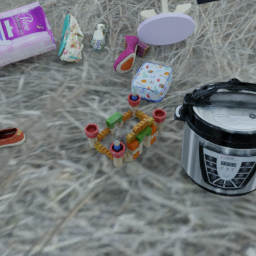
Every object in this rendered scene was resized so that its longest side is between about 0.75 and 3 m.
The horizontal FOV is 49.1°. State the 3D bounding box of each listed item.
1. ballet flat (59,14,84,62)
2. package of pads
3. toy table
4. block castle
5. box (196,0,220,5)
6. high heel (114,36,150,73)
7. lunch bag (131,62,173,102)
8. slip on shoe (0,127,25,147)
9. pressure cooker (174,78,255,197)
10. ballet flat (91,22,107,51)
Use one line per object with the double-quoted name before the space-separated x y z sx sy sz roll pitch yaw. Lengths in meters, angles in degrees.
"ballet flat" -2.324 -3.670 11.693 0.912 1.079 2.853 18 47 -25
"package of pads" -4.404 -3.485 10.719 2.905 1.099 1.750 -19 79 -6
"toy table" 1.554 -4.511 11.699 2.315 2.128 1.356 1 62 1
"block castle" -0.031 -0.049 8.141 1.455 1.022 2.178 35 56 27
"box" 2.272 -3.589 6.574 1.384 0.846 0.734 -5 62 16
"high heel" -0.187 -2.914 10.889 1.211 0.850 2.520 30 39 13
"lunch bag" 0.835 -1.668 9.935 1.284 0.605 1.602 16 50 17
"slip on shoe" -3.872 0.319 8.169 1.609 0.492 0.596 -12 50 -9
"pressure cooker" 2.434 0.058 6.792 2.289 2.602 2.325 -22 42 -22
"ballet flat" -1.258 -4.051 12.125 0.626 0.626 1.741 4 48 3
